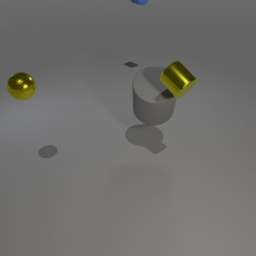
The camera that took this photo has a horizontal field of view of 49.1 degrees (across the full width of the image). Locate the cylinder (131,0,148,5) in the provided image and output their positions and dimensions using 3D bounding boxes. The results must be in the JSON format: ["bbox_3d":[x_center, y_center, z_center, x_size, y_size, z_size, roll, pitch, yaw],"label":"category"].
[{"bbox_3d":[0.563,-6.482,13.814,0.700,0.700,0.700,-22,39,-31],"label":"cylinder"}]

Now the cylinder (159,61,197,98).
[{"bbox_3d":[1.295,-1.245,7.235,0.700,0.700,0.700,-28,71,-37],"label":"cylinder"}]

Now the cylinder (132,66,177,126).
[{"bbox_3d":[0.846,-1.006,8.966,1.400,1.400,1.400,-1,61,1],"label":"cylinder"}]

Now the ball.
[{"bbox_3d":[-2.635,-1.033,6.954,0.700,0.700,0.700,0,32,0],"label":"ball"}]
